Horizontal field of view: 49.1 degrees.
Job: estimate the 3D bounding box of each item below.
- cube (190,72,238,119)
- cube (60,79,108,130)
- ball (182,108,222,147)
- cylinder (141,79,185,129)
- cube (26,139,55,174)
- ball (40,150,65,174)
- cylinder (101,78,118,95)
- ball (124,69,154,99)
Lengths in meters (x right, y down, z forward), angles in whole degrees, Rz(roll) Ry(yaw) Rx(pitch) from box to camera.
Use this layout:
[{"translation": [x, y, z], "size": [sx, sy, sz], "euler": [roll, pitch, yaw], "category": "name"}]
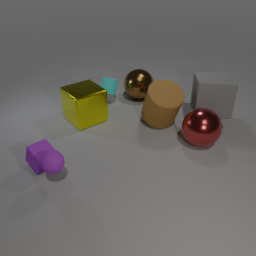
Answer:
[{"translation": [3.273, -1.301, 10.881], "size": [1.400, 1.400, 1.400], "euler": [3, 28, 4], "category": "cube"}, {"translation": [-1.774, -0.980, 11.446], "size": [1.400, 1.400, 1.400], "euler": [-22, 39, -30], "category": "cube"}, {"translation": [2.630, -0.018, 10.005], "size": [1.400, 1.400, 1.400], "euler": [0, 33, 0], "category": "ball"}, {"translation": [1.322, -0.918, 10.899], "size": [1.400, 1.400, 1.400], "euler": [5, 56, -7], "category": "cylinder"}, {"translation": [-2.787, 0.906, 9.009], "size": [0.700, 0.700, 0.700], "euler": [43, 45, 22], "category": "cube"}, {"translation": [-2.218, 0.992, 8.223], "size": [0.700, 0.700, 0.700], "euler": [0, 33, 0], "category": "ball"}, {"translation": [-0.852, -1.877, 12.610], "size": [0.700, 0.700, 0.700], "euler": [7, 9, -1], "category": "cylinder"}, {"translation": [0.504, -2.041, 13.039], "size": [1.400, 1.400, 1.400], "euler": [0, 33, 0], "category": "ball"}]
